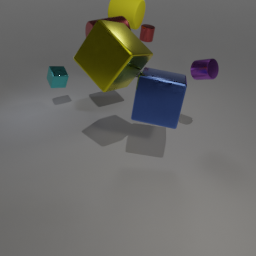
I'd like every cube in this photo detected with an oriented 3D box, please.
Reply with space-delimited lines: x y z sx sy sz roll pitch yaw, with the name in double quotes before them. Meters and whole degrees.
"cube" 0.975 -0.974 8.717 1.400 1.400 1.400 12 23 5
"cube" -3.141 -2.267 12.471 0.700 0.700 0.700 -8 53 -33
"cube" -0.410 -2.076 8.127 1.400 1.400 1.400 48 31 9

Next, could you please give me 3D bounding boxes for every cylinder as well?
"cylinder" -0.760 -3.522 10.869 1.400 1.400 1.400 -18 36 -21
"cylinder" -0.055 -5.633 13.520 1.400 1.400 1.400 21 37 14
"cylinder" 2.655 -2.026 9.717 0.700 0.700 0.700 -26 22 -35
"cylinder" 0.966 -4.795 14.165 0.700 0.700 0.700 6 36 -5
